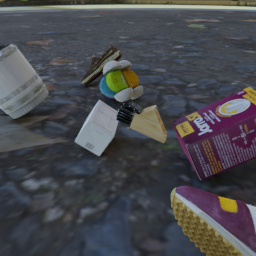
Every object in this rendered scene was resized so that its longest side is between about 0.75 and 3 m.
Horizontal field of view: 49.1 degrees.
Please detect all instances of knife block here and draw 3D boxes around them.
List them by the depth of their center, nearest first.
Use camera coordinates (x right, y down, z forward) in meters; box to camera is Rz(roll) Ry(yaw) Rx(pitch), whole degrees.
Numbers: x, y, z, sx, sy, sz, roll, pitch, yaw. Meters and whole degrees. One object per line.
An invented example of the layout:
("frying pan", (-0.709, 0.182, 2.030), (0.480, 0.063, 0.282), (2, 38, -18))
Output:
("knife block", (0.243, -0.083, 5.773), (0.884, 1.007, 0.322), (-19, 15, 20))

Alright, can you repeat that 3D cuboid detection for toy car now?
("toy car", (-0.342, -1.491, 9.519), (1.167, 1.361, 1.556), (-26, -2, 35))

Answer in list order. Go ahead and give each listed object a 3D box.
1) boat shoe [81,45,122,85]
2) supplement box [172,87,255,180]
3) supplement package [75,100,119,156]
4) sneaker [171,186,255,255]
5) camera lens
("boat shoe", (-1.184, -2.517, 11.026), (1.963, 0.726, 0.725), (-42, 4, -12))
("supplement box", (2.099, 0.079, 5.981), (1.923, 0.992, 1.259), (-25, 25, 5))
("supplement package", (-0.715, -0.034, 7.003), (0.722, 0.695, 1.269), (33, 27, -10))
("sneaker", (1.925, 1.456, 3.813), (2.767, 1.037, 1.247), (32, 61, 27))
("camera lens", (-3.398, -1.372, 8.099), (1.458, 1.823, 1.458), (-27, 26, 14))
